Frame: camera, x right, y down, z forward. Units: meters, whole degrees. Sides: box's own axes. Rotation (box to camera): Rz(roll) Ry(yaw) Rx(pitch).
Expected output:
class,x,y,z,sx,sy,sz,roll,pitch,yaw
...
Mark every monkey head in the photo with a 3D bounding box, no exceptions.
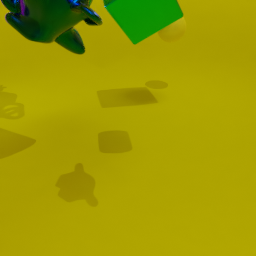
class,x,y,z,sx,sy,sz,roll,pitch,yaw
monkey head,-0.532,-1.052,2.325,0.894,0.749,1.243,23,37,-53

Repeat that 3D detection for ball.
class,x,y,z,sx,sy,sz,roll,pitch,yaw
ball,1.298,-3.002,8.365,0.866,0.866,0.866,0,28,0

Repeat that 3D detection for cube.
class,x,y,z,sx,sy,sz,roll,pitch,yaw
cube,0.270,-3.064,6.412,1.350,1.350,1.350,-25,57,20
